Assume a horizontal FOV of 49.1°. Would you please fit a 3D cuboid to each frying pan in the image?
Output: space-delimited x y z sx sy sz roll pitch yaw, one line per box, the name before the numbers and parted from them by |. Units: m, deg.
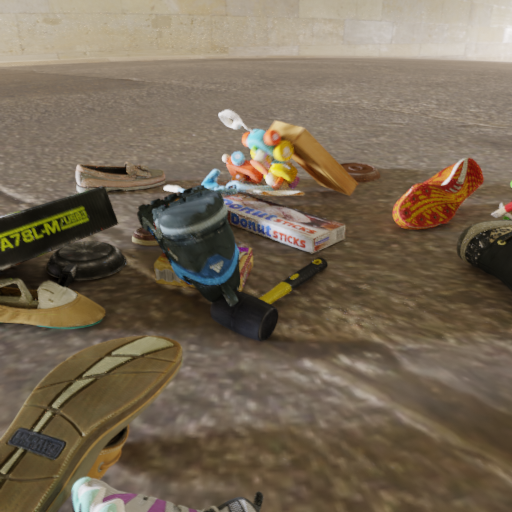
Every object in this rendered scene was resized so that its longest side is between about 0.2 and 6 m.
frying pan | -3.305 0.211 9.766 1.413 0.380 2.336 14 25 27

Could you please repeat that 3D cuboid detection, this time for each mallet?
mallet | 0.293 0.493 8.983 0.924 0.577 2.805 16 25 21

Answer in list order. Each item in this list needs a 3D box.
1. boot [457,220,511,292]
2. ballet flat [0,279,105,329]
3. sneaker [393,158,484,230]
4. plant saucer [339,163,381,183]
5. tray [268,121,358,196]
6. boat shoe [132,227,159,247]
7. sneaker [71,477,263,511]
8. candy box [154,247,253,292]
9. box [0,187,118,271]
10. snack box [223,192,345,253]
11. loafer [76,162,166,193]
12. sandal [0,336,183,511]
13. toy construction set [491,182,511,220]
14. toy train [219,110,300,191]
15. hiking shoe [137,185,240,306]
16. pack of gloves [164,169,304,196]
boot | 5.113 0.077 9.231 2.877 1.038 2.173 -9 28 -5
ballet flat | -3.323 0.680 8.290 2.117 0.667 0.726 1 24 2
sneaker | 3.937 -1.222 12.376 2.832 1.034 1.092 -28 -3 -32
plant saucer | 2.710 -2.298 15.269 1.363 0.235 1.363 0 24 0
tray | 1.346 -2.281 13.275 2.299 0.426 1.134 36 -4 -40
boat shoe | -1.715 -0.784 11.392 0.725 0.723 2.009 19 32 36
sneaker | -0.521 2.340 4.742 2.015 0.783 1.410 30 36 32
candy box | -0.885 0.173 9.652 1.513 0.427 0.883 5 30 13
box | -4.286 -0.066 8.525 3.245 0.771 3.134 -10 11 41
snack box | 0.341 -0.749 11.740 2.973 0.362 1.069 21 32 38
loafer | -3.392 -2.043 14.134 2.241 0.704 0.805 -10 27 -20
sandal | -1.857 1.923 5.629 1.226 0.824 3.053 12 42 26
toy construction set | 5.367 -0.840 11.115 1.900 1.460 1.585 5 65 -30
toy train | -0.102 -2.176 13.290 2.183 0.808 2.907 23 -14 13
hiking shoe | -1.087 -0.229 8.953 1.306 1.523 3.512 -19 13 -6
pack of gloves | -0.595 -1.674 12.571 2.364 0.555 2.814 -4 10 -22
